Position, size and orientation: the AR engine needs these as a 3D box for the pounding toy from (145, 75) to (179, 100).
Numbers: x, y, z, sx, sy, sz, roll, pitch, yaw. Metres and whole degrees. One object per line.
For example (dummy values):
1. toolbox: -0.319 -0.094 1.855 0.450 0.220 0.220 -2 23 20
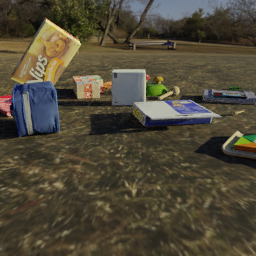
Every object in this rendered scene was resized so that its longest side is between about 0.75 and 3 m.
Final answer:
1. pounding toy: 1.437 -2.277 14.796 1.742 1.047 2.257 -16 24 -39

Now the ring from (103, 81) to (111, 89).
1. ring: -0.158 -2.521 16.789 2.750 0.264 2.750 -1 18 0

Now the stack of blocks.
1. stack of blocks: -2.118 -2.256 15.151 1.519 0.772 2.637 -5 19 -14

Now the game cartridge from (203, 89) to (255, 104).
1. game cartridge: 4.927 -1.568 13.744 2.415 0.464 1.565 5 15 15

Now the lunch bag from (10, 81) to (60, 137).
1. lunch bag: -3.196 -0.722 9.424 1.494 1.534 2.258 -6 20 -18

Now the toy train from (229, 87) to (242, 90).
1. toy train: 6.253 -2.316 16.336 0.765 0.160 0.216 0 8 -1

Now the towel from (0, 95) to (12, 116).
1. towel: -4.797 -1.108 12.504 2.062 0.321 2.852 -15 24 -35

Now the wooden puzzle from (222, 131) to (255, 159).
1. wooden puzzle: 3.751 0.478 7.756 1.858 0.346 1.719 13 22 32

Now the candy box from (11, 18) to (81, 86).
1. candy box: -2.990 -2.496 10.179 1.409 2.441 0.675 30 19 -29

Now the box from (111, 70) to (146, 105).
1. box: 0.029 -1.863 12.803 1.541 1.533 1.007 1 19 2

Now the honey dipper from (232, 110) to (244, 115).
1. honey dipper: 4.516 -0.640 11.383 0.817 0.155 0.155 -13 23 -39

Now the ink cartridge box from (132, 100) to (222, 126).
1. ink cartridge box: 1.657 -0.486 10.318 2.518 0.599 2.548 -2 20 -12
